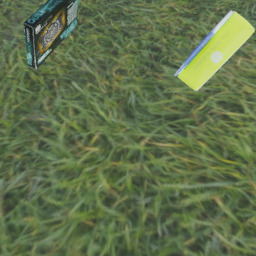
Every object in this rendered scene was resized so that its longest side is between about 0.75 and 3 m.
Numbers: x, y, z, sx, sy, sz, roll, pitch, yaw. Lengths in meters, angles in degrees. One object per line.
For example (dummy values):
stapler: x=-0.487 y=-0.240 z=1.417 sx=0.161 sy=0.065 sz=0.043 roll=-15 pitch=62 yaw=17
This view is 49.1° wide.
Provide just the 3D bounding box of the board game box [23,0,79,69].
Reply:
board game box: x=-2.063 y=-2.871 z=7.784 sx=0.319 sy=1.533 sz=2.267 roll=28 pitch=57 yaw=1

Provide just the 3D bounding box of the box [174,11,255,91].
box: x=1.924 y=-1.705 z=6.058 sx=0.601 sy=1.539 sz=2.524 roll=42 pitch=29 yaw=3
